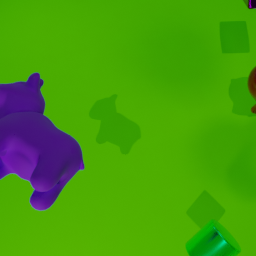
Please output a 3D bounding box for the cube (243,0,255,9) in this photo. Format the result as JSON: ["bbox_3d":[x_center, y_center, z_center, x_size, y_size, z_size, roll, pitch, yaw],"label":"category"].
[{"bbox_3d":[2.549,-2.698,4.965,0.854,0.854,0.854,-2,35,14],"label":"cube"}]

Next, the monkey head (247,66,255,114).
[{"bbox_3d":[3.061,-0.771,5.417,1.389,1.930,1.163,9,89,38],"label":"monkey head"}]

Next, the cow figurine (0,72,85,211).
[{"bbox_3d":[-1.212,0.054,3.648,1.648,0.905,1.622,25,42,7],"label":"cow figurine"}]

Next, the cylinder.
[{"bbox_3d":[1.529,2.155,5.067,0.704,0.704,0.704,45,101,16],"label":"cylinder"}]
